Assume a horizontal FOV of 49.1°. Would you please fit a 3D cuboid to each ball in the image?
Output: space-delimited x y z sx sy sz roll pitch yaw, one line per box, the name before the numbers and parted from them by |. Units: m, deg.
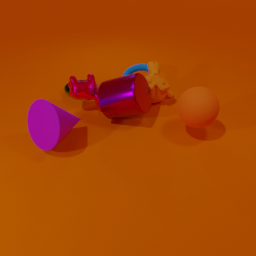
ball | 1.829 -0.536 7.307 1.071 1.071 1.071 0 38 0

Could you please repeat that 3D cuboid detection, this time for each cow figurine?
cow figurine | -1.152 -1.007 8.435 1.220 0.670 1.201 -10 75 -21

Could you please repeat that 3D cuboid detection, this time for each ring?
ring | 0.375 -1.791 9.662 1.196 0.239 1.196 -8 48 9
ring | -1.584 -1.362 9.475 1.144 0.229 1.144 0 29 0

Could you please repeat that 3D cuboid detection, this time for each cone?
cone | -1.710 -0.158 7.354 1.271 1.271 1.276 28 24 31

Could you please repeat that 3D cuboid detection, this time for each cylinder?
cylinder | -0.078 -0.886 7.971 1.151 1.151 1.151 -8 32 28

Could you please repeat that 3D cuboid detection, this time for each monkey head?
monkey head | 0.754 -1.411 8.898 1.631 0.983 1.173 4 71 -11
